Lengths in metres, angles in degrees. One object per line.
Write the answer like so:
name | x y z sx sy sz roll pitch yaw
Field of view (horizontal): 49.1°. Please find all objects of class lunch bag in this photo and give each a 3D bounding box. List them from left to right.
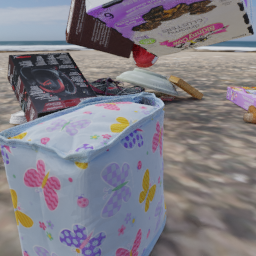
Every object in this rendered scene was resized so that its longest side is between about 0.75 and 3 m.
lunch bag | -0.262 0.664 3.636 1.447 1.930 2.276 9 23 30

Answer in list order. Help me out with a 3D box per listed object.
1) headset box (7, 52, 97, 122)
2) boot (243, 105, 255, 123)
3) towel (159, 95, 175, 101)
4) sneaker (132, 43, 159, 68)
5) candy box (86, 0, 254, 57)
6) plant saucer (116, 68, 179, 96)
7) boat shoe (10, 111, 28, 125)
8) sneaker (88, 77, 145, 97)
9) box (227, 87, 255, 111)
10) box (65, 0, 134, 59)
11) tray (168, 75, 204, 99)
headset box | -2.268 -1.069 8.629 2.008 1.013 2.701 -15 59 -36
boot | 4.356 -0.410 9.228 0.842 0.401 1.089 11 33 32
towel | 1.721 -1.331 12.396 0.606 0.096 0.842 4 17 19
sneaker | 0.544 -3.365 8.880 1.043 2.662 1.538 1 -22 13
candy box | 0.889 -2.234 4.951 2.152 0.918 2.565 -6 -7 32
plant saucer | 0.948 -2.134 12.560 2.901 0.728 2.901 16 10 -3
boat shoe | -2.887 -0.714 9.358 0.870 0.851 2.456 10 21 28
sneaker | -0.621 -1.514 11.147 2.837 1.059 1.144 -6 8 -22
box | 5.351 -1.111 10.973 1.945 0.556 2.843 -1 19 -3
box | -0.823 -3.395 8.817 2.027 1.681 1.664 10 24 -19
tray | 2.535 -1.779 12.213 1.516 0.281 0.748 28 6 -30
